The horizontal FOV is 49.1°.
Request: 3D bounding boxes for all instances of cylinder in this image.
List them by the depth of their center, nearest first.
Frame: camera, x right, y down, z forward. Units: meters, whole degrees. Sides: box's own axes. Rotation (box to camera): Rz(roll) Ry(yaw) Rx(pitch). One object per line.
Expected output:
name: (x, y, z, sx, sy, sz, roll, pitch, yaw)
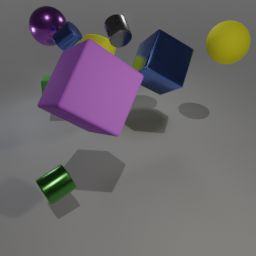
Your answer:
cylinder: (-1.709, 1.341, 6.669, 0.700, 0.700, 0.700, -33, 43, -20)
cylinder: (-0.309, -2.953, 8.538, 0.700, 0.700, 0.700, -11, 64, -16)
cylinder: (-1.968, -2.973, 9.146, 0.700, 0.700, 0.700, -34, 25, 21)
cylinder: (-1.322, -2.835, 11.374, 1.400, 1.400, 1.400, 14, -7, 2)

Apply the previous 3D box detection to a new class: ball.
ball: (3.340, -2.853, 9.389, 1.400, 1.400, 1.400, 0, 32, 0)
ball: (-2.958, -3.779, 10.425, 1.400, 1.400, 1.400, 0, 32, 0)

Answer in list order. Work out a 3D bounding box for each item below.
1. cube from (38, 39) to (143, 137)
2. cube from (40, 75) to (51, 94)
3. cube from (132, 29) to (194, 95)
cube: (-0.805, -0.769, 5.867, 1.400, 1.400, 1.400, 28, -12, -31)
cube: (-2.904, -1.589, 10.748, 0.700, 0.700, 0.700, -1, 29, -5)
cube: (1.059, -2.100, 9.257, 1.400, 1.400, 1.400, 23, -12, -20)
